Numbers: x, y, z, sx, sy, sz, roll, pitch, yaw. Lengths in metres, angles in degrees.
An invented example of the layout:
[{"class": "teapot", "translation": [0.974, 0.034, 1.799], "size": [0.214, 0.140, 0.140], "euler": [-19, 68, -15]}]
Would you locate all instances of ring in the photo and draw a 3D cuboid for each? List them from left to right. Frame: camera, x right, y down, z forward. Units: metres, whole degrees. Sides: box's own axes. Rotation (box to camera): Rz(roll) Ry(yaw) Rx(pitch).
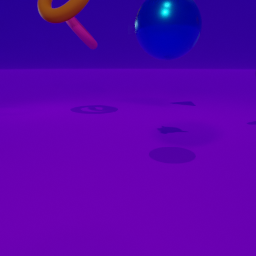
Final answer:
[{"class": "ring", "translation": [-1.851, -4.006, 8.280], "size": [2.019, 2.019, 0.404], "euler": [8, -14, 31]}, {"class": "ring", "translation": [-1.562, -3.220, 9.339], "size": [0.287, 1.437, 1.437], "euler": [-41, 10, 9]}]

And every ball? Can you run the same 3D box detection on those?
[{"class": "ball", "translation": [0.559, -1.425, 3.934], "size": [0.929, 0.929, 0.929], "euler": [0, 13, 0]}]
